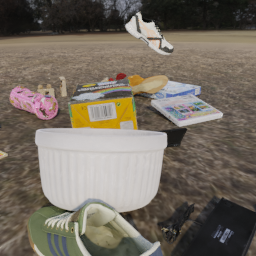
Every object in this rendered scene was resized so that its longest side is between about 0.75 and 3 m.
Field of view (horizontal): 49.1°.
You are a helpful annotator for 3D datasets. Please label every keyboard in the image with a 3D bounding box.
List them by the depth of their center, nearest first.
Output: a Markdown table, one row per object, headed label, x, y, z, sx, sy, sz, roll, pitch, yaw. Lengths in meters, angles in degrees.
| label | x | y | z | sx | sy | sz | roll | pitch | yaw |
| --- | --- | --- | --- | --- | --- | --- | --- | --- | --- |
| keyboard | 1.423 | 1.804 | 4.875 | 1.307 | 0.212 | 2.057 | 22 | 29 | 31 |

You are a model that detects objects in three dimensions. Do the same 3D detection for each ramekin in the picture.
| label | x | y | z | sx | sy | sz | roll | pitch | yaw |
| --- | --- | --- | --- | --- | --- | --- | --- | --- | --- |
| ramekin | -0.501 | 0.699 | 5.403 | 2.469 | 1.296 | 2.469 | 1 | 2 | 0 |

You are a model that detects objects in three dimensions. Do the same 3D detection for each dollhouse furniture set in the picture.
| label | x | y | z | sx | sy | sz | roll | pitch | yaw |
| --- | --- | --- | --- | --- | --- | --- | --- | --- | --- |
| dollhouse furniture set | -3.691 | -1.958 | 13.535 | 1.323 | 0.879 | 1.160 | -8 | 23 | -19 |

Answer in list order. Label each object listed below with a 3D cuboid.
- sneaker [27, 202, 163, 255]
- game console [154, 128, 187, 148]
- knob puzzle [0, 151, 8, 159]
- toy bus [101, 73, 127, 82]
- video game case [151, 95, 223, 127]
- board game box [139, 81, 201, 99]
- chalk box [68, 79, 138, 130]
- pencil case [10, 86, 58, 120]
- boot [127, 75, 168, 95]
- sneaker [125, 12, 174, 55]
| label | x | y | z | sx | sy | sz | roll | pitch | yaw |
| --- | --- | --- | --- | --- | --- | --- | --- | --- | --- |
| sneaker | -0.557 | 1.537 | 4.063 | 2.836 | 1.273 | 0.951 | 19 | 28 | 40 |
| game console | 0.909 | 0.201 | 8.208 | 1.278 | 0.744 | 1.124 | -6 | 22 | -14 |
| knob puzzle | -4.052 | 0.764 | 7.564 | 1.244 | 0.172 | 1.244 | 0 | 22 | 0 |
| toy bus | -0.778 | -1.057 | 10.832 | 2.246 | 1.161 | 2.120 | -48 | 19 | -27 |
| video game case | 2.257 | -0.736 | 10.899 | 2.083 | 0.247 | 1.896 | -11 | 34 | -26 |
| board game box | 2.044 | -1.835 | 13.773 | 2.171 | 0.471 | 2.161 | -18 | 28 | -38 |
| chalk box | -0.653 | -0.428 | 8.417 | 1.712 | 1.700 | 2.743 | -6 | 21 | 0 |
| pencil case | -3.735 | -1.015 | 10.968 | 0.981 | 1.025 | 2.369 | -33 | 35 | -33 |
| boot | 0.665 | -2.181 | 13.279 | 2.310 | 0.813 | 1.654 | -23 | 33 | 10 |
| sneaker | 0.589 | -2.169 | 6.503 | 1.286 | 0.514 | 0.474 | 27 | 33 | -21 |
